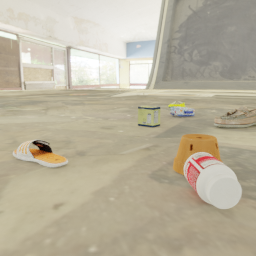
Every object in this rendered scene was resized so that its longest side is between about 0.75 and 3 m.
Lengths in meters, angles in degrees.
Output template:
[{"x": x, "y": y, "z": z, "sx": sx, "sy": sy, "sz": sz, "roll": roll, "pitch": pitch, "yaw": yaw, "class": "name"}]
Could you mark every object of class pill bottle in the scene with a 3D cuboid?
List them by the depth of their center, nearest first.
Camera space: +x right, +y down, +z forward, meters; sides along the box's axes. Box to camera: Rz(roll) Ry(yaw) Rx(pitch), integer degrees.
[{"x": 1.297, "y": 0.799, "z": 4.358, "sx": 0.618, "sy": 0.618, "sz": 1.101, "roll": -1, "pitch": 10, "yaw": -4, "class": "pill bottle"}]

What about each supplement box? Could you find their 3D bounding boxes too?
[{"x": 0.833, "y": -0.465, "z": 11.076, "sx": 0.762, "sy": 0.761, "sz": 0.512, "roll": 8, "pitch": 12, "yaw": 38, "class": "supplement box"}]

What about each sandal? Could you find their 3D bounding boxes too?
[{"x": -1.986, "y": 0.506, "z": 6.425, "sx": 1.660, "sy": 0.476, "sz": 0.636, "roll": 7, "pitch": 12, "yaw": 35, "class": "sandal"}]

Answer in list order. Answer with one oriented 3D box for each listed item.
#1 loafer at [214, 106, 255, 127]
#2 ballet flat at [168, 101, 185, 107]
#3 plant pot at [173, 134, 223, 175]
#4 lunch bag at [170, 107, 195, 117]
[{"x": 4.689, "y": -0.531, "z": 11.094, "sx": 2.821, "sy": 0.887, "sz": 1.014, "roll": -3, "pitch": 10, "yaw": -15, "class": "loafer"}, {"x": 3.151, "y": -1.516, "z": 18.078, "sx": 1.199, "sy": 0.402, "sz": 0.401, "roll": 8, "pitch": 13, "yaw": 39, "class": "ballet flat"}, {"x": 1.444, "y": 0.519, "z": 5.733, "sx": 1.001, "sy": 0.701, "sz": 1.001, "roll": 1, "pitch": 9, "yaw": 0, "class": "plant pot"}, {"x": 2.701, "y": -0.797, "z": 13.873, "sx": 1.162, "sy": 0.439, "sz": 0.931, "roll": -5, "pitch": 14, "yaw": -37, "class": "lunch bag"}]
